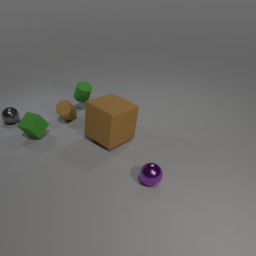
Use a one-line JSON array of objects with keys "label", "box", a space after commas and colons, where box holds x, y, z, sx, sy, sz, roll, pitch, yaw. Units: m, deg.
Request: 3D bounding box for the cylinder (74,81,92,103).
[{"label": "cylinder", "box": [-2.022, -1.615, 12.542, 0.700, 0.700, 0.700, 14, 43, -13]}]

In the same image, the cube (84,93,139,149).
[{"label": "cube", "box": [-0.632, -0.295, 10.418, 1.400, 1.400, 1.400, 28, 34, 33]}]

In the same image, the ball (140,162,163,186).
[{"label": "ball", "box": [0.701, 1.390, 8.446, 0.700, 0.700, 0.700, 0, 30, 0]}]

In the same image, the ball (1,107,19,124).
[{"label": "ball", "box": [-4.929, -0.527, 11.750, 0.700, 0.700, 0.700, 0, 30, 0]}]

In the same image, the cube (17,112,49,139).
[{"label": "cube", "box": [-3.611, -0.107, 10.697, 0.700, 0.700, 0.700, 12, 64, 31]}]

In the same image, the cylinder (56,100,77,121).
[{"label": "cylinder", "box": [-2.590, -0.740, 11.810, 0.700, 0.700, 0.700, -2, -15, 8]}]
